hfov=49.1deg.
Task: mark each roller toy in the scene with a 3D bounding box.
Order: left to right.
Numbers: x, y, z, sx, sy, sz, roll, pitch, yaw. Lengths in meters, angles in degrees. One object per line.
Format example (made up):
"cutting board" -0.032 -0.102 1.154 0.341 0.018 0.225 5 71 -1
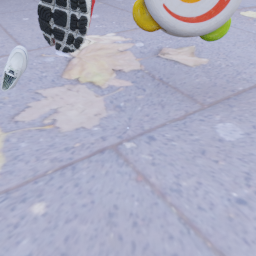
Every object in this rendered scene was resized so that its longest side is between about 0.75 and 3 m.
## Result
"roller toy" 1.631 -3.760 7.454 2.821 2.573 1.971 9 18 1

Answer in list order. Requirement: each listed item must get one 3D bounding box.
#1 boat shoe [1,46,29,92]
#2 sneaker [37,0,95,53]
"boat shoe" -2.063 -1.033 5.091 0.342 0.931 0.311 23 34 -14
"sneaker" -0.816 -2.515 4.936 1.011 2.626 1.115 30 42 1
